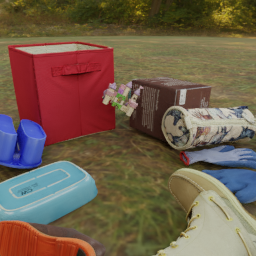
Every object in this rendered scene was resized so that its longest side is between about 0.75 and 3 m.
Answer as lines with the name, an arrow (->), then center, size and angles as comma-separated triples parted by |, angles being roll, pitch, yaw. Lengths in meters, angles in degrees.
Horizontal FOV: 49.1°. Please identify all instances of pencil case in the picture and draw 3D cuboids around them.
pencil case -> 2.084, -0.053, 7.018 | 2.632, 1.024, 1.177 | -3, -20, -33

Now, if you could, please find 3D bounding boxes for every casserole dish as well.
casserole dish -> -1.650, 1.212, 5.366 | 2.269, 0.440, 1.374 | -20, 29, -38

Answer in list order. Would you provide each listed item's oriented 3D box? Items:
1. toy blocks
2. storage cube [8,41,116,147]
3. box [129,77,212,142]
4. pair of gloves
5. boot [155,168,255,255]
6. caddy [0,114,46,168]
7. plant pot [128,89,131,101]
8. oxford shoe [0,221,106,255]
toy blocks -> -0.153, -0.921, 7.506 | 0.898, 0.809, 0.961 | 26, 10, -10
storage cube -> -1.995, -1.235, 8.605 | 2.389, 2.512, 2.795 | -15, 26, -32
box -> 1.174, -0.610, 8.240 | 1.496, 1.512, 1.822 | -11, 24, -38
pair of gloves -> 2.284, 0.919, 6.138 | 2.005, 0.284, 2.494 | -3, 17, -1
boot -> 0.872, 1.519, 3.960 | 1.732, 0.807, 2.240 | -14, 37, -28
caddy -> -2.738, 0.384, 6.770 | 1.287, 0.955, 1.820 | 14, 12, -31
plant pot -> 0.654, -0.915, 9.756 | 1.162, 1.162, 0.932 | -5, 35, -12
oxford shoe -> -1.182, 1.727, 4.108 | 1.778, 0.633, 0.645 | 8, -3, 22
